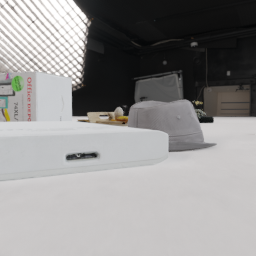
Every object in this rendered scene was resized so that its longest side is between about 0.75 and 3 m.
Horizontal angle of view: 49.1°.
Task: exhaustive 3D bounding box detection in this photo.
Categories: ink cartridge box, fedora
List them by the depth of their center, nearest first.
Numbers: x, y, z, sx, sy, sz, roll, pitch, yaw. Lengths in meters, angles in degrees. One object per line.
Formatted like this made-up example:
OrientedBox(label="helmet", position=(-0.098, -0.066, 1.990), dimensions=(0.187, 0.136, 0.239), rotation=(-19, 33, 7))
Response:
OrientedBox(label="fedora", position=(0.547, -0.065, 4.013), dimensions=(1.474, 0.665, 1.303), rotation=(-2, 4, -33))
OrientedBox(label="ink cartridge box", position=(-2.558, -0.597, 6.962), dimensions=(1.913, 1.403, 1.397), rotation=(1, 3, 22))

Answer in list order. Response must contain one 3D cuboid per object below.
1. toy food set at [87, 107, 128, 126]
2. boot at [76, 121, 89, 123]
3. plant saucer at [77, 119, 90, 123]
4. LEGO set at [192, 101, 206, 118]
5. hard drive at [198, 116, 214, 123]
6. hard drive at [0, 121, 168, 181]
OrientedBox(label="toy food set", position=(-0.195, -0.494, 11.348), dimensions=(2.460, 0.743, 1.765), rotation=(3, 4, 42))
OrientedBox(label="boot", position=(-1.436, -0.059, 7.741), dimensions=(0.821, 0.286, 0.540), rotation=(3, -2, -9))
OrientedBox(label="plant saucer", position=(-1.963, -0.325, 13.590), dimensions=(1.007, 0.178, 1.007), rotation=(0, 3, 0))
OrientedBox(label="LEGO set", position=(3.252, -0.840, 13.262), dimensions=(0.843, 1.299, 0.368), rotation=(-4, -33, -4))
OrientedBox(label="hard drive", position=(3.365, -0.441, 14.341), dimensions=(1.375, 0.324, 1.971), rotation=(0, 3, -4))
OrientedBox(label="hard drive", position=(-0.990, 0.127, 3.342), dimensions=(1.711, 0.341, 2.595), rotation=(-2, 3, -29))
